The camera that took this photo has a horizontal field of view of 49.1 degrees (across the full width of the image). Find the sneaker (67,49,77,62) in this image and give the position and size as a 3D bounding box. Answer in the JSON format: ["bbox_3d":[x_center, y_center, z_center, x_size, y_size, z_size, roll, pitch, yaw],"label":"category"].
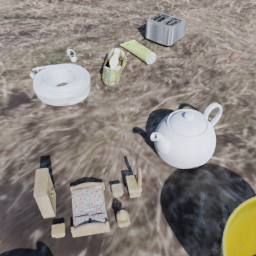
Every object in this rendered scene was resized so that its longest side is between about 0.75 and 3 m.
[{"bbox_3d":[-2.163,-2.875,10.790,0.313,0.303,0.856,-18,48,-18],"label":"sneaker"}]

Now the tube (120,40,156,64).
[{"bbox_3d":[0.397,-3.032,10.884,0.522,0.467,1.797,15,23,-43],"label":"tube"}]

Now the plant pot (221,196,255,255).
[{"bbox_3d":[2.507,2.464,4.436,2.285,1.622,2.285,-1,43,1],"label":"plant pot"}]

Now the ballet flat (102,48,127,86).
[{"bbox_3d":[-0.454,-2.399,9.992,0.804,0.804,2.274,5,45,5],"label":"ballet flat"}]

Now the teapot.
[{"bbox_3d":[1.503,0.096,7.116,1.690,1.250,1.712,9,45,9],"label":"teapot"}]

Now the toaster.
[{"bbox_3d":[1.502,-4.063,11.588,1.332,0.874,1.473,30,52,28],"label":"toaster"}]

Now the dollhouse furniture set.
[{"bbox_3d":[-0.759,1.481,5.917,2.203,0.975,1.142,-6,45,-7],"label":"dollhouse furniture set"}]

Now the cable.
[{"bbox_3d":[-2.124,-1.415,9.092,1.828,0.633,1.828,-16,48,-18],"label":"cable"}]
